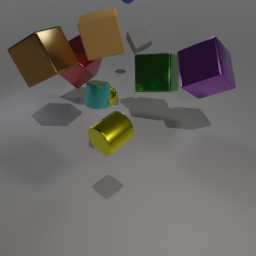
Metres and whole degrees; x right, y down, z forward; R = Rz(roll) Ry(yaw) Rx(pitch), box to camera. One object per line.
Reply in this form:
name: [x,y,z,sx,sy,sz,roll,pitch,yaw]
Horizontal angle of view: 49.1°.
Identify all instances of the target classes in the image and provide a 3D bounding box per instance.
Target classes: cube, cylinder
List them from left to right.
cube: [-2.827,-2.414,9.478,1.400,1.400,1.400,-17,19,29]
cube: [-2.126,-2.858,12.093,1.400,1.400,1.400,39,53,6]
cylinder: [-0.882,-0.974,8.162,0.700,0.700,0.700,5,21,-2]
cube: [-0.989,-3.577,10.626,1.400,1.400,1.400,-11,34,5]
cylinder: [-0.343,0.111,5.780,0.700,0.700,0.700,26,50,37]
cube: [0.406,-3.235,10.204,0.700,0.700,0.700,-27,-1,-4]
cube: [1.149,-2.134,10.936,1.400,1.400,1.400,3,11,22]
cube: [2.678,-1.990,9.580,1.400,1.400,1.400,-15,-20,36]

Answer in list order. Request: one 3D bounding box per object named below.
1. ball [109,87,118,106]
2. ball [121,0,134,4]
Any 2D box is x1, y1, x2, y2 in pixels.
ball: [-0.693,-1.109,9.875,0.700,0.700,0.700,0,31,0]
ball: [-0.019,-6.094,12.887,0.700,0.700,0.700,0,31,0]
